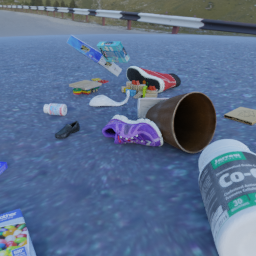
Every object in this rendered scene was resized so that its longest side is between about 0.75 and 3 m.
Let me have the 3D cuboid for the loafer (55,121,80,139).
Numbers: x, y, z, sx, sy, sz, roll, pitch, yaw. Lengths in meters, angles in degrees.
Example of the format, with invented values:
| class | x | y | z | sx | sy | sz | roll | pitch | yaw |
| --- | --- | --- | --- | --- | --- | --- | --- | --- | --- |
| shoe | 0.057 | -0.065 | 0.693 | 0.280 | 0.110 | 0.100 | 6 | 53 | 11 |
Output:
| class | x | y | z | sx | sy | sz | roll | pitch | yaw |
| --- | --- | --- | --- | --- | --- | --- | --- | --- | --- |
| loafer | -2.156 | 0.050 | 9.937 | 0.389 | 0.402 | 1.146 | 14 | 27 | 29 |

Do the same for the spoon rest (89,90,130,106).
| class | x | y | z | sx | sy | sz | roll | pitch | yaw |
| --- | --- | --- | --- | --- | --- | --- | --- | --- | --- |
| spoon rest | -0.850 | -1.267 | 12.977 | 1.949 | 0.591 | 0.969 | -10 | 20 | 11 |

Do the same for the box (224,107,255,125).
| class | x | y | z | sx | sy | sz | roll | pitch | yaw |
| --- | --- | --- | --- | --- | --- | --- | --- | --- | --- |
| box | 4.872 | -0.530 | 11.592 | 1.484 | 0.158 | 1.213 | -22 | 31 | -39 |

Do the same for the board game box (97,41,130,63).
| class | x | y | z | sx | sy | sz | roll | pitch | yaw |
| --- | --- | --- | --- | --- | --- | --- | --- | --- | --- |
| board game box | -0.514 | -2.663 | 9.821 | 1.006 | 0.759 | 0.236 | 14 | 61 | 38 |

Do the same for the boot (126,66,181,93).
| class | x | y | z | sx | sy | sz | roll | pitch | yaw |
| --- | --- | --- | --- | --- | --- | --- | --- | --- | --- |
| boot | 1.475 | -2.870 | 15.969 | 2.104 | 1.056 | 2.917 | -20 | 39 | -39 |

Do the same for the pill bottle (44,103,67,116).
| class | x | y | z | sx | sy | sz | roll | pitch | yaw |
| --- | --- | --- | --- | --- | --- | --- | --- | --- | --- |
| pill bottle | -3.055 | -0.785 | 11.766 | 0.887 | 0.482 | 0.482 | 4 | 24 | 9 |

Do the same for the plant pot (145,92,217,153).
| class | x | y | z | sx | sy | sz | roll | pitch | yaw |
| --- | --- | --- | --- | --- | --- | --- | --- | --- | --- |
| plant pot | 1.506 | -0.251 | 9.234 | 1.859 | 1.859 | 1.988 | -15 | 13 | -31 |

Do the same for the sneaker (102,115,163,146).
| class | x | y | z | sx | sy | sz | roll | pitch | yaw |
| --- | --- | --- | --- | --- | --- | --- | --- | --- | --- |
| sneaker | 0.107 | 0.269 | 9.180 | 2.375 | 0.958 | 0.991 | 10 | 39 | 43 |

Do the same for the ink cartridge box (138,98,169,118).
| class | x | y | z | sx | sy | sz | roll | pitch | yaw |
| --- | --- | --- | --- | --- | --- | --- | --- | --- | --- |
| ink cartridge box | 1.553 | -0.906 | 10.586 | 2.367 | 0.515 | 2.054 | 0 | -17 | 1 |

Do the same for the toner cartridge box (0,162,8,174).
| class | x | y | z | sx | sy | sz | roll | pitch | yaw |
| --- | --- | --- | --- | --- | --- | --- | --- | --- | --- |
| toner cartridge box | -3.679 | 1.194 | 7.575 | 0.405 | 0.184 | 0.852 | 3 | 23 | 10 |

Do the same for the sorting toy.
| class | x | y | z | sx | sy | sz | roll | pitch | yaw |
| --- | --- | --- | --- | --- | --- | --- | --- | --- | --- |
| sorting toy | -2.215 | -2.196 | 15.067 | 1.259 | 0.442 | 2.612 | 16 | 29 | 33 |

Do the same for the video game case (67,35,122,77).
| class | x | y | z | sx | sy | sz | roll | pitch | yaw |
| --- | --- | --- | --- | --- | --- | --- | --- | --- | --- |
| video game case | -1.411 | -3.067 | 12.009 | 1.946 | 0.442 | 1.764 | 36 | 8 | 25 |

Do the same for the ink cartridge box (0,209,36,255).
| class | x | y | z | sx | sy | sz | roll | pitch | yaw |
| --- | --- | --- | --- | --- | --- | --- | --- | --- | --- |
| ink cartridge box | -2.408 | 2.210 | 4.947 | 1.329 | 0.467 | 2.227 | -12 | 25 | -27 |

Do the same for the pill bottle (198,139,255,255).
| class | x | y | z | sx | sy | sz | roll | pitch | yaw |
| --- | --- | --- | --- | --- | --- | --- | --- | --- | --- |
| pill bottle | 2.243 | 1.351 | 5.553 | 1.507 | 1.507 | 2.665 | 1 | 23 | 3 |

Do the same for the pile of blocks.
| class | x | y | z | sx | sy | sz | roll | pitch | yaw |
| --- | --- | --- | --- | --- | --- | --- | --- | --- | --- |
| pile of blocks | 0.491 | -1.997 | 14.264 | 2.321 | 0.721 | 0.953 | 16 | 28 | 34 |
